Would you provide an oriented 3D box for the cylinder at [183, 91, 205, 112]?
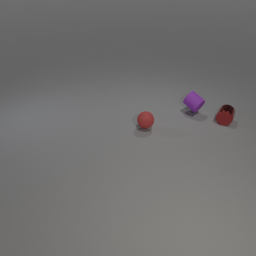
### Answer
[{"bbox_3d":[2.941,-1.171,12.471,0.700,0.700,0.700,-28,64,-38],"label":"cylinder"}]

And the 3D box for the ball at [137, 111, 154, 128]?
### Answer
[{"bbox_3d":[0.719,-0.332,11.394,0.700,0.700,0.700,0,31,0],"label":"ball"}]

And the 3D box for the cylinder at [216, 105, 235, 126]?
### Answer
[{"bbox_3d":[4.199,-0.559,12.043,0.700,0.700,0.700,14,34,22],"label":"cylinder"}]
